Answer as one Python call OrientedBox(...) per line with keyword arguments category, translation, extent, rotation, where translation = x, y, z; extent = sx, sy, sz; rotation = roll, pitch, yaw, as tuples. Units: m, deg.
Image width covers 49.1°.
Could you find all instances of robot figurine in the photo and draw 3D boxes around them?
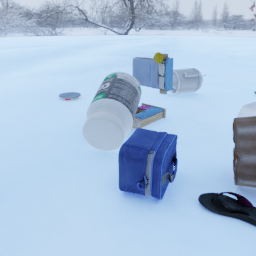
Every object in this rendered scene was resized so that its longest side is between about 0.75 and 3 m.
OrientedBox(category="robot figurine", translation=(2.487, -2.065, 12.298), extent=(1.903, 1.074, 1.614), rotation=(-9, -10, -21))

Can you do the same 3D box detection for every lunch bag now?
OrientedBox(category="lunch bag", translation=(0.481, 0.692, 5.604), extent=(1.023, 1.050, 1.546), rotation=(7, 23, 17))

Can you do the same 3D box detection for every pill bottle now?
OrientedBox(category="pill bottle", translation=(-0.401, -0.504, 7.751), extent=(1.276, 1.276, 2.257), rotation=(4, 39, 10))

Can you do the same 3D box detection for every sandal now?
OrientedBox(category="sandal", translation=(1.957, 1.356, 4.929), extent=(1.412, 0.338, 0.531), rotation=(13, 26, 29))

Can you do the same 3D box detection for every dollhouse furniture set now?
OrientedBox(category="dollhouse furniture set", translation=(0.175, -1.367, 9.102), extent=(2.104, 2.229, 1.454), rotation=(18, 27, 37))

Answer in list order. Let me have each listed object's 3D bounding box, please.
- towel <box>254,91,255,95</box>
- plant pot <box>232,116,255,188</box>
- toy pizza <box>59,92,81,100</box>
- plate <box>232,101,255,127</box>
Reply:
OrientedBox(category="towel", translation=(6.157, -1.296, 11.665), extent=(1.127, 0.232, 1.511), rotation=(-1, 20, -9))
OrientedBox(category="plant pot", translation=(3.016, 0.468, 5.450), extent=(1.825, 1.844, 1.844), rotation=(-1, 21, 20))
OrientedBox(category="toy pizza", translation=(-2.435, -1.334, 11.763), extent=(0.936, 0.148, 0.936), rotation=(0, 21, 0))
OrientedBox(category="plate", translation=(4.650, -0.583, 8.648), extent=(2.431, 0.393, 2.426), rotation=(-17, 11, 34))
